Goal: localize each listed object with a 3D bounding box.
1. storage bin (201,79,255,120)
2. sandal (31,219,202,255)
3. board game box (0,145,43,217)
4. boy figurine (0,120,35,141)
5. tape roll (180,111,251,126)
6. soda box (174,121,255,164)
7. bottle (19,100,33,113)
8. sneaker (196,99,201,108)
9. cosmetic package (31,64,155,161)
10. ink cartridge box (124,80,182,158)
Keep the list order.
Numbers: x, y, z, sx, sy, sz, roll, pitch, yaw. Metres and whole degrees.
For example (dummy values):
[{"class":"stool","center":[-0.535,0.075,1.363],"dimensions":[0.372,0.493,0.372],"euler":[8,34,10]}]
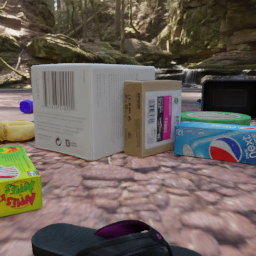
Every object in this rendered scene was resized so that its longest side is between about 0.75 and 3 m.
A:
[{"class":"storage bin","center":[3.954,-1.130,10.788],"dimensions":[2.209,1.493,1.036],"euler":[3,11,15]},{"class":"sandal","center":[-0.135,0.936,2.234],"dimensions":[1.470,0.352,0.552],"euler":[3,10,18]},{"class":"board game box","center":[-1.766,0.641,3.755],"dimensions":[0.883,0.414,1.738],"euler":[-5,11,-27]},{"class":"boy figurine","center":[-2.774,-0.037,6.944],"dimensions":[1.336,0.692,2.148],"euler":[11,12,36]},{"class":"tape roll","center":[2.434,-0.139,8.055],"dimensions":[2.003,0.481,2.003],"euler":[0,9,0]},{"class":"soda box","center":[1.881,0.263,5.355],"dimensions":[1.897,0.609,0.644],"euler":[4,11,26]},{"class":"bottle","center":[-4.114,-1.050,12.931],"dimensions":[0.764,0.597,1.830],"euler":[4,11,23]},{"class":"sneaker","center":[4.226,-1.214,12.860],"dimensions":[2.275,0.943,0.806],"euler":[0,8,-2]},{"class":"cosmetic package","center":[-0.688,-0.489,6.222],"dimensions":[1.778,1.779,2.157],"euler":[8,13,37]},{"class":"ink cartridge box","center":[0.521,-0.237,5.727],"dimensions":[1.216,1.476,0.554],"euler":[-10,14,-41]}]
